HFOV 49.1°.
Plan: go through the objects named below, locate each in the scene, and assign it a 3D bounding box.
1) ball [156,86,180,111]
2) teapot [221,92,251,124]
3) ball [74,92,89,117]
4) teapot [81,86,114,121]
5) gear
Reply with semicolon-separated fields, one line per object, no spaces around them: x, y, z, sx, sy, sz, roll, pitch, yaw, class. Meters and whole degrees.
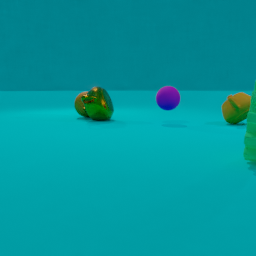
1.323;-0.976;9.247;0.804;0.804;0.804;0;8;0;ball
3.607;-0.701;9.248;1.126;0.887;1.812;-38;-25;21;teapot
-1.632;-0.944;11.235;1.029;1.029;1.029;0;8;0;ball
-1.126;-0.806;10.319;1.017;1.292;2.077;-20;-19;12;teapot
2.114;-0.128;4.503;0.245;1.326;1.326;10;12;28;gear
